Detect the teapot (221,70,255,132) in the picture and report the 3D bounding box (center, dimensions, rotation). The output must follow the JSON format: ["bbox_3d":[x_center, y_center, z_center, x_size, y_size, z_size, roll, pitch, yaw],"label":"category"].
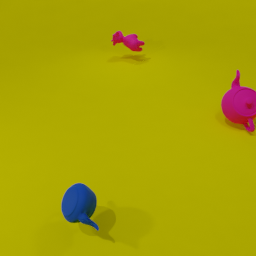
[{"bbox_3d":[3.285,-0.748,8.040,1.118,1.797,0.880,-13,-6,-3],"label":"teapot"}]

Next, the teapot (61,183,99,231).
[{"bbox_3d":[-0.843,1.411,5.117,0.558,0.709,1.140,25,16,-36],"label":"teapot"}]

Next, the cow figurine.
[{"bbox_3d":[-0.041,-3.822,12.398,1.233,0.688,1.253,-15,51,-35],"label":"cow figurine"}]
